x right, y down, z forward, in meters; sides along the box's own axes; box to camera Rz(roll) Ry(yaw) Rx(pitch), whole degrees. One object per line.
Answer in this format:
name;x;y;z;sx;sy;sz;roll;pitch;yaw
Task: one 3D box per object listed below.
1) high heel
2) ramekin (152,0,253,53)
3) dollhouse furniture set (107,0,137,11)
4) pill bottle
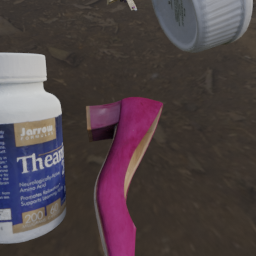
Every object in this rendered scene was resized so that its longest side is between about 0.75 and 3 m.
high heel;0.107;0.539;3.065;0.979;0.687;2.036;-7;68;-6
ramekin;1.115;-2.172;4.785;0.872;1.872;1.872;-29;49;-8
dollhouse furniture set;-0.214;-3.720;8.532;0.938;0.666;0.743;-35;16;-24
pill bottle;-1.247;0.162;3.090;1.045;1.884;1.045;0;12;0
